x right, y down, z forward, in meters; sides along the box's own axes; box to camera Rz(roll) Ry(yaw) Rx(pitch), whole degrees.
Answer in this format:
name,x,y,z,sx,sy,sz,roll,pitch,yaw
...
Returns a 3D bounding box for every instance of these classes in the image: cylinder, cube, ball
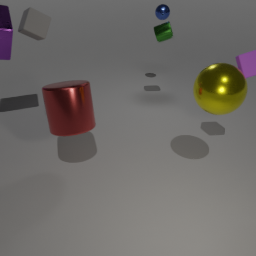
name,x,y,z,sx,sy,sz,roll,pitch,yaw
cylinder,1.525,-4.081,11.930,0.700,0.700,0.700,-16,27,16
cube,3.690,-1.918,8.360,0.700,0.700,0.700,-15,6,16
cube,-4.973,-3.445,9.997,1.400,1.400,1.400,-4,56,-29
cylinder,-1.748,-0.627,8.393,1.400,1.400,1.400,-5,18,2
ball,2.475,-1.047,7.569,1.400,1.400,1.400,0,31,0
ball,1.626,-5.440,13.159,0.700,0.700,0.700,0,31,0
cube,-2.901,-3.204,8.688,0.700,0.700,0.700,17,0,-36
